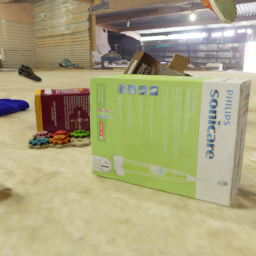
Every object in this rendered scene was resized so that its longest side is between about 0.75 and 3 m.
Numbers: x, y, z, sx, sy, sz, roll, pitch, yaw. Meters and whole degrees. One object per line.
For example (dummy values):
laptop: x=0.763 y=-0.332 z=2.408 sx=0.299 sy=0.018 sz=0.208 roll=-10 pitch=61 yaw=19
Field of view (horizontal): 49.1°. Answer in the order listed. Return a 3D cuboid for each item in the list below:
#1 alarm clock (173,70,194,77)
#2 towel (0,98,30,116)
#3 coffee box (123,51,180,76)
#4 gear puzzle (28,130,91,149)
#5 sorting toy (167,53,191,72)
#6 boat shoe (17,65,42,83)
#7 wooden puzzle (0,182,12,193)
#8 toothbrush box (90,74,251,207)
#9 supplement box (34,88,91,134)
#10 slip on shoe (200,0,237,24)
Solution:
alarm clock: x=1.986 y=-1.729 z=11.259 sx=1.691 sy=0.834 sz=2.507 roll=16 pitch=-12 yaw=42
towel: x=-4.883 y=-0.822 z=10.631 sx=1.429 sy=0.479 sz=1.935 roll=3 pitch=14 yaw=15
coffee box: x=0.968 y=-1.330 z=9.007 sx=2.242 sy=1.282 sz=0.894 roll=27 pitch=8 yaw=-21
gear puzzle: x=-1.385 y=0.207 z=6.959 sx=2.045 sy=0.268 sz=1.059 roll=-2 pitch=14 yaw=-8
sorting toy: x=2.020 y=-2.563 z=11.407 sx=0.796 sy=0.860 sz=0.157 roll=13 pitch=33 yaw=-26
boat shoe: x=-2.991 y=-1.664 z=8.661 sx=0.793 sy=0.360 sz=0.281 roll=17 pitch=38 yaw=-32
wooden puzzle: x=-2.727 y=0.879 z=4.134 sx=1.374 sy=0.343 sz=1.483 roll=11 pitch=18 yaw=40
toothbrush box: x=0.618 y=0.036 z=4.617 sx=2.389 sy=1.739 sz=1.028 roll=7 pitch=16 yaw=29
supplement box: x=-1.378 y=-0.583 z=8.351 sx=2.603 sy=1.115 sz=1.436 roll=-4 pitch=15 yaw=-15
slip on shoe: x=2.146 y=-3.168 z=6.939 sx=0.626 sy=1.689 sz=0.517 roll=-16 pitch=-25 yaw=-16
